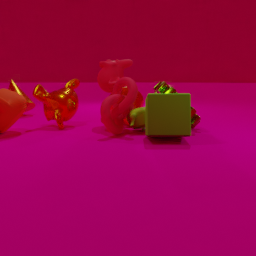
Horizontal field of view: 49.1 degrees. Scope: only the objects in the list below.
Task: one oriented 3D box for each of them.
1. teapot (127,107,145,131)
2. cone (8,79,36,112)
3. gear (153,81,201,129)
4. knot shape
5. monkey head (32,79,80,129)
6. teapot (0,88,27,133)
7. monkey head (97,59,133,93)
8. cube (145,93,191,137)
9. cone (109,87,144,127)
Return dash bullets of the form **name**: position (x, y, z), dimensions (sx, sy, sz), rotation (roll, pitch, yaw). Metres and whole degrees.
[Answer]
- **teapot**: position (0.360, -0.221, 7.919), dimensions (0.807, 0.636, 1.298), rotation (-18, -11, 29)
- **cone**: position (-4.519, -1.361, 11.216), dimensions (1.288, 1.293, 1.288), rotation (-18, -8, -3)
- **gear**: position (1.449, -0.687, 8.369), dimensions (0.308, 1.666, 1.666), rotation (-45, 13, 1)
- **knot shape**: position (-0.303, -0.486, 7.618), dimensions (0.748, 1.618, 1.514), rotation (23, 40, 2)
- **monkey head**: position (-2.173, -0.850, 8.630), dimensions (1.102, 1.829, 1.316), rotation (-4, -33, 28)
- **teapot**: position (-3.418, -0.542, 7.505), dimensions (1.279, 1.007, 2.056), rotation (-52, 11, -20)
- **monkey head**: position (-0.381, -1.639, 8.826), dimensions (1.192, 0.998, 1.657), rotation (-10, 3, -5)
- **cube**: position (0.940, -0.285, 6.820), dimensions (0.986, 0.986, 0.986), rotation (0, -1, 1)
- **cone**: position (0.019, -0.409, 9.008), dimensions (1.332, 1.332, 1.337), rotation (-2, 37, -12)
